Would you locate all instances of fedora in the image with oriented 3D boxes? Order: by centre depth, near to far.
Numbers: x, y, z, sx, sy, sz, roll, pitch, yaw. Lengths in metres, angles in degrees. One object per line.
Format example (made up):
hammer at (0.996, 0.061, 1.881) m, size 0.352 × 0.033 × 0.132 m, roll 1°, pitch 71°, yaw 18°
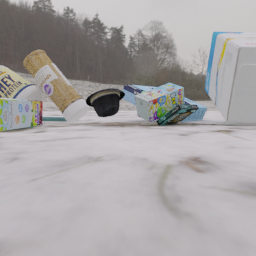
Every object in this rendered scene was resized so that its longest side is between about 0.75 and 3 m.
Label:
fedora at (-0.582, -0.614, 7.540) m, size 1.150 × 0.525 × 1.150 m, roll -10°, pitch -17°, yaw -3°

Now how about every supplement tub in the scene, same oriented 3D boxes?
supplement tub at (-3.923, -1.154, 9.052) m, size 1.914 × 1.387 × 1.387 m, roll 31°, pitch 9°, yaw 7°

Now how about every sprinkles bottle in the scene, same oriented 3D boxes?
sprinkles bottle at (-2.303, -1.337, 9.014) m, size 0.846 × 2.479 × 0.846 m, roll -39°, pitch -7°, yaw -5°

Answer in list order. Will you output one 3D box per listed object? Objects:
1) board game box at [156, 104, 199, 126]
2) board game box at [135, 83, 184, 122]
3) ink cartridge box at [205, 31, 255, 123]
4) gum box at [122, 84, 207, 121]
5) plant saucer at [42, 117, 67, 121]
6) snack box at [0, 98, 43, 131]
board game box at (1.466, -0.389, 8.135) m, size 0.852 × 0.177 × 1.259 m, roll -39°, pitch -18°, yaw 31°
board game box at (0.945, -0.766, 8.217) m, size 1.299 × 0.669 × 0.681 m, roll -23°, pitch 31°, yaw -24°
ink cartridge box at (3.767, -1.645, 8.452) m, size 2.106 × 2.096 × 2.870 m, roll 2°, pitch 26°, yaw 2°
gum box at (1.444, -0.970, 10.827) m, size 2.289 × 0.600 × 2.694 m, roll 31°, pitch 21°, yaw 33°
plant saucer at (-2.693, -0.336, 10.622) m, size 1.477 × 0.140 × 0.516 m, roll 2°, pitch 8°, yaw 16°
snack box at (-3.869, -0.384, 6.857) m, size 2.870 × 0.760 × 2.041 m, roll 2°, pitch 6°, yaw 8°
